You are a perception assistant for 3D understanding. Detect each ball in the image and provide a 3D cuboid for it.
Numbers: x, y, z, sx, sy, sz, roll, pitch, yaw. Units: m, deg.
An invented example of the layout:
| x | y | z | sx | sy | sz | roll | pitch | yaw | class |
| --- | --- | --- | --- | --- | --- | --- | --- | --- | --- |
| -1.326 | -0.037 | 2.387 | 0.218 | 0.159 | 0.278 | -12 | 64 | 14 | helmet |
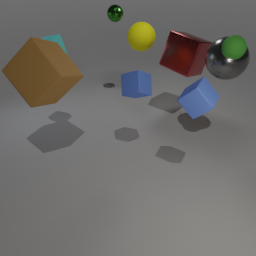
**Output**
| x | y | z | sx | sy | sz | roll | pitch | yaw | class |
| --- | --- | --- | --- | --- | --- | --- | --- | --- | --- |
| 0.669 | -4.565 | 14.020 | 1.400 | 1.400 | 1.400 | 0 | 30 | 0 | ball |
| 3.124 | -2.374 | 8.253 | 0.700 | 0.700 | 0.700 | 0 | 30 | 0 | ball |
| 3.282 | -2.303 | 9.293 | 1.400 | 1.400 | 1.400 | 0 | 30 | 0 | ball |
| -0.551 | -4.932 | 12.056 | 0.700 | 0.700 | 0.700 | 0 | 30 | 0 | ball |

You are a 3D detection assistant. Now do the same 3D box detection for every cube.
| x | y | z | sx | sy | sz | roll | pitch | yaw | class |
| --- | --- | --- | --- | --- | --- | --- | --- | --- | --- |
| 0.270 | -1.363 | 8.847 | 0.700 | 0.700 | 0.700 | -5 | -5 | 38 | cube |
| 1.880 | -0.799 | 7.468 | 0.700 | 0.700 | 0.700 | -32 | 13 | 44 | cube |
| -2.604 | -2.644 | 9.371 | 0.700 | 0.700 | 0.700 | 3 | 36 | 30 | cube |
| -2.481 | -1.627 | 8.338 | 1.400 | 1.400 | 1.400 | 51 | 19 | 2 | cube |
| 2.368 | -3.012 | 11.372 | 1.400 | 1.400 | 1.400 | 32 | 29 | 26 | cube |
